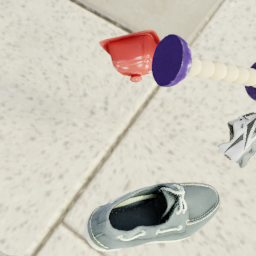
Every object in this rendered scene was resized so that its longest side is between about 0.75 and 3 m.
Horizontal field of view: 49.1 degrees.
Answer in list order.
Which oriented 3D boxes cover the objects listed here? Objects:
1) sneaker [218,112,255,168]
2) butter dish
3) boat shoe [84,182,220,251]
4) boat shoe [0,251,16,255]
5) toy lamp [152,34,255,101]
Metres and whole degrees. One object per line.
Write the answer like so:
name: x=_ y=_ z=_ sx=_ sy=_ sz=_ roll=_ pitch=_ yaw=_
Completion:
sneaker: x=2.523 y=-0.075 z=5.802 sx=0.761 sy=0.637 sz=1.719 roll=36 pitch=77 yaw=15
butter dish: x=0.150 y=-1.421 z=6.003 sx=1.220 sy=1.223 sz=0.904 roll=-7 pitch=79 yaw=18
boat shoe: x=0.717 y=1.554 z=5.259 sx=2.993 sy=0.925 sz=1.090 roll=-5 pitch=60 yaw=-27
boat shoe: x=-2.500 y=2.509 z=5.089 sx=1.897 sy=0.701 sz=0.572 roll=42 pitch=78 yaw=-28
toy lamp: x=1.791 y=-0.918 z=4.715 sx=2.925 sy=0.851 sz=0.851 roll=4 pitch=65 yaw=-30
